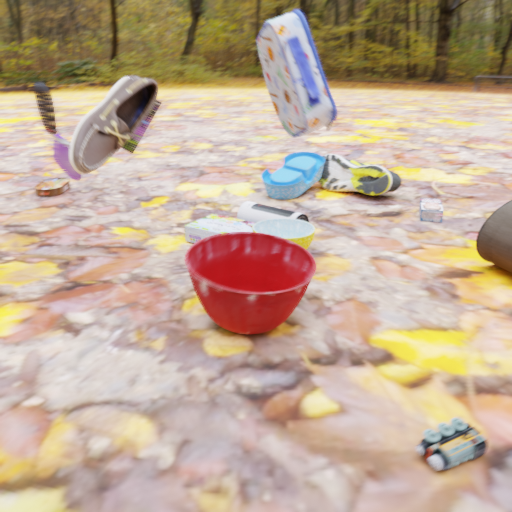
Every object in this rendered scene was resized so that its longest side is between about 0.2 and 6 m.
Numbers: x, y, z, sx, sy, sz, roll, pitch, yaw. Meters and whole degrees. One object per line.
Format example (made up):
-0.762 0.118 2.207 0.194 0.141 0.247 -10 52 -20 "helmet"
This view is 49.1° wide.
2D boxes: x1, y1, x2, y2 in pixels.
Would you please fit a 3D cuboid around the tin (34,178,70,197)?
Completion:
-6.008 -2.031 16.561 0.794 0.297 1.418 -4 21 2 "tin"

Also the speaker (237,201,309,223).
0.362 -0.795 12.873 1.657 0.673 0.673 17 27 38 "speaker"

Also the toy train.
2.133 2.065 6.103 0.786 0.335 0.448 -11 34 -27 "toy train"

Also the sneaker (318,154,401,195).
2.968 -2.267 16.458 1.202 1.058 2.842 2 17 -43 "sneaker"

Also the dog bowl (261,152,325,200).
1.097 -2.324 16.280 1.261 0.561 2.263 20 43 32 "dog bowl"

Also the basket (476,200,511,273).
5.428 -0.101 10.175 1.863 1.405 2.066 -24 29 -4 "basket"

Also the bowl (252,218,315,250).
0.552 -0.258 11.458 1.285 0.691 1.285 1 21 0 "bowl"

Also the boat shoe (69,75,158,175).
-2.596 -2.440 10.344 0.673 0.813 2.262 10 60 38 "boat shoe"

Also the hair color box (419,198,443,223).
4.456 -1.174 14.286 0.545 0.330 1.089 5 22 13 "hair color box"

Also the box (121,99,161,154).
-2.634 -2.868 11.566 0.230 1.273 0.910 32 4 42 "box"

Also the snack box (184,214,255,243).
-0.655 -0.509 12.475 1.558 0.413 1.108 12 25 28 "snack box"

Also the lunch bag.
0.755 -3.239 10.282 0.818 2.166 1.736 -24 8 -8 "lunch bag"

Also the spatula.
-3.559 -2.180 10.017 0.289 2.816 0.796 -42 82 -17 "spatula"

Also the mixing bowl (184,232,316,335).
-0.111 0.515 8.809 2.010 1.089 2.010 3 28 -2 "mixing bowl"
